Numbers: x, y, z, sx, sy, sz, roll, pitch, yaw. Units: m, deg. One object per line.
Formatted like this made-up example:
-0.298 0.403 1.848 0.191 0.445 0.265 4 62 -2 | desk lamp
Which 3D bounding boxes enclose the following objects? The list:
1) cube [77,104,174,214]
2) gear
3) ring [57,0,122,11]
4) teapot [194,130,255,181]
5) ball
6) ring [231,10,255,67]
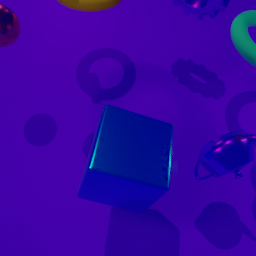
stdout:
-0.057 0.631 5.341 1.378 1.378 1.378 17 54 -8 | cube
1.980 -3.901 7.911 1.852 1.852 0.343 26 75 13 | gear
-1.124 -3.999 8.091 2.076 0.415 2.076 2 49 -3 | ring
2.154 0.596 5.823 1.846 1.148 0.904 -34 71 28 | teapot
-3.136 -2.474 6.780 1.015 1.015 1.015 0 62 0 | ball
3.627 -2.295 7.365 1.995 0.399 1.995 7 62 -14 | ring
